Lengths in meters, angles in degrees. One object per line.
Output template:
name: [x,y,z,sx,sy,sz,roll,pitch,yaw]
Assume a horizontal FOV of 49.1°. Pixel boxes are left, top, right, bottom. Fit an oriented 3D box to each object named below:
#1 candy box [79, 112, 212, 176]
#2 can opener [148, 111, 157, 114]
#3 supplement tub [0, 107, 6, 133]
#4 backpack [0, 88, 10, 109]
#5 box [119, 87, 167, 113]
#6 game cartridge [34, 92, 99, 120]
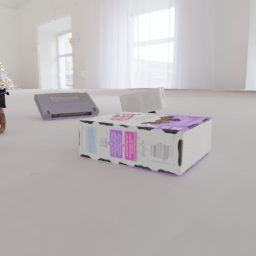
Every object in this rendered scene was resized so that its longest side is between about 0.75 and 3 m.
candy box: [0.498,0.224,7.278,2.764,0.989,2.318,6,12,30]
can opener: [1.341,-0.818,14.879,0.265,0.335,1.007,-16,16,-16]
supplement tub: [-5.285,-0.198,9.678,1.828,0.977,0.977,-8,13,-35]
backpack: [-7.053,-1.168,13.047,2.109,1.706,2.214,11,9,17]
box: [0.834,-1.409,14.766,2.106,1.120,1.604,-10,8,17]
game cartridge: [-3.112,-1.159,14.223,2.864,0.550,1.857,-6,36,-30]
